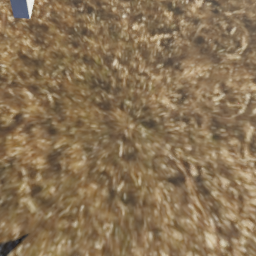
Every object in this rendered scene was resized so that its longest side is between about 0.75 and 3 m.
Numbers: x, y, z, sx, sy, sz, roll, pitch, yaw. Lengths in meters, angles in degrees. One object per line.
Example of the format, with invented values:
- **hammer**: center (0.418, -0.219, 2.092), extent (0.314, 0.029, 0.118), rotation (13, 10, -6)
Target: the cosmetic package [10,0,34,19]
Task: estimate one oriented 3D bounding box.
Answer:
- **cosmetic package**: center (-1.398, -2.028, 3.702), extent (0.239, 0.696, 0.924), rotation (2, 56, -10)
